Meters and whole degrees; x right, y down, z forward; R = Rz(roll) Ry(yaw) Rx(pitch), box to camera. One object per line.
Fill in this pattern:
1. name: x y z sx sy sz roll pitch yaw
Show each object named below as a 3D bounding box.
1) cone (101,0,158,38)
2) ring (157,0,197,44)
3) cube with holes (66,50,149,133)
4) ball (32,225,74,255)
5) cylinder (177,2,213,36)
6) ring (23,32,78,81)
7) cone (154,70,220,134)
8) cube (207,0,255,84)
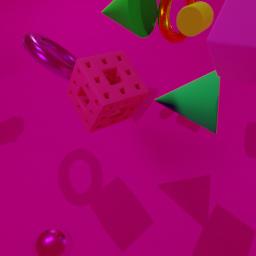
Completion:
1. cone: -0.182 -3.296 7.873 1.490 1.485 1.485 11 54 34
2. ring: 1.364 -3.101 7.597 0.312 1.558 1.558 24 56 41
3. cube with holes: -0.427 -0.694 5.385 1.006 1.006 1.006 -21 72 -32
4. ball: -1.324 2.085 4.939 0.714 0.714 0.714 0 56 0
5. cylinder: 1.714 -2.788 7.155 0.725 0.725 0.725 30 42 19
6. ring: -1.503 -1.480 5.927 1.509 1.509 0.302 47 108 26
7. cone: 1.216 -0.574 5.951 1.338 1.333 1.333 3 55 17
8. cube: 1.926 -1.355 4.240 0.996 0.996 0.996 21 79 33
